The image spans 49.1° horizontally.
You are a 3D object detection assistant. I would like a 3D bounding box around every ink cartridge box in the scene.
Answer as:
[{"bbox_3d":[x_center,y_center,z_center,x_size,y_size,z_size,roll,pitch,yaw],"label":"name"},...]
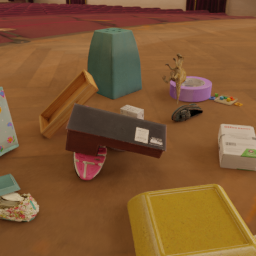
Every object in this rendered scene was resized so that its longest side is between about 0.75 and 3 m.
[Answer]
[{"bbox_3d":[3.466,0.578,8.883,1.073,0.619,1.469,6,39,11],"label":"ink cartridge box"}]

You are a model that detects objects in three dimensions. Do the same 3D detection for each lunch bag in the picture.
[{"bbox_3d":[-4.869,0.080,8.328,1.590,2.221,2.607,9,27,28],"label":"lunch bag"}]

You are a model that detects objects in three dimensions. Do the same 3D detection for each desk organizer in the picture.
[{"bbox_3d":[-0.348,0.272,7.864,2.660,1.024,0.954,13,48,-6],"label":"desk organizer"}]

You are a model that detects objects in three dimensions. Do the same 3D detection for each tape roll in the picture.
[{"bbox_3d":[3.061,-1.944,13.766,1.988,0.652,1.988,-1,28,0],"label":"tape roll"}]

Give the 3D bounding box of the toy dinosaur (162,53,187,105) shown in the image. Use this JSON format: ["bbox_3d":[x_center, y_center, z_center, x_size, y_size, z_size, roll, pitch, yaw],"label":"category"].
[{"bbox_3d":[1.951,-1.999,11.134,1.046,2.069,0.602,2,3,-36],"label":"toy dinosaur"}]

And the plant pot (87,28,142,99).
[{"bbox_3d":[-0.695,-3.320,13.929,2.100,2.971,2.099,26,38,38],"label":"plant pot"}]

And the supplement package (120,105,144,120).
[{"bbox_3d":[0.163,-0.570,11.414,0.855,0.486,0.468,20,35,32],"label":"supplement package"}]

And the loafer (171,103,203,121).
[{"bbox_3d":[2.464,-0.623,11.465,1.657,0.595,0.521,-22,41,-39],"label":"loafer"}]

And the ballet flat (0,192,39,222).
[{"bbox_3d":[-3.220,1.786,6.821,2.151,0.687,0.813,2,29,4],"label":"ballet flat"}]

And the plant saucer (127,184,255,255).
[{"bbox_3d":[1.398,2.136,6.120,2.611,0.633,2.611,-6,29,-5],"label":"plant saucer"}]

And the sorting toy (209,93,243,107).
[{"bbox_3d":[4.633,-1.372,13.200,1.589,0.217,0.895,21,35,33],"label":"sorting toy"}]

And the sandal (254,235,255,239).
[{"bbox_3d":[3.317,2.408,5.916,1.325,0.436,0.486,12,30,20],"label":"sandal"}]

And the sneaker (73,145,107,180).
[{"bbox_3d":[-1.332,0.584,8.861,0.975,1.156,2.643,9,48,-21],"label":"sneaker"}]

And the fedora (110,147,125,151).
[{"bbox_3d":[-0.087,0.289,9.547,1.642,0.742,1.453,-6,28,-5],"label":"fedora"}]

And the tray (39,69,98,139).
[{"bbox_3d":[-2.225,-0.891,10.264,2.550,0.472,1.258,-44,38,12],"label":"tray"}]

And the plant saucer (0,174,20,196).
[{"bbox_3d":[-3.227,1.457,7.286,0.604,0.164,1.729,-16,9,-27],"label":"plant saucer"}]
